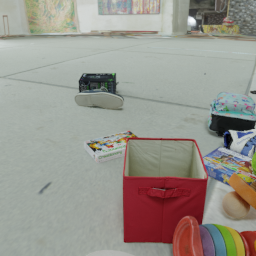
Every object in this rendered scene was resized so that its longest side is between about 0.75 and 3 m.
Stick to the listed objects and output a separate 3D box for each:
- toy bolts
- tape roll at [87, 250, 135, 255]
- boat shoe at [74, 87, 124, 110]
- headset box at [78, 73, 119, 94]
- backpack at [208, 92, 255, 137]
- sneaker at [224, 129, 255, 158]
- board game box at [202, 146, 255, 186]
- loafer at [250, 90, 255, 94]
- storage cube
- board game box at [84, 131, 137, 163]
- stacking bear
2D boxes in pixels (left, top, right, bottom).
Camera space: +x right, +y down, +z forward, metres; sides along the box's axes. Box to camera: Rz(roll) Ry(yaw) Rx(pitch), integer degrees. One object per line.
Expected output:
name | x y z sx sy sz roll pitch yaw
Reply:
toy bolts | 3.420 1.957 6.049 2.273 1.650 2.379 38 8 -14
tape roll | -0.150 2.618 4.678 1.549 0.283 1.549 13 9 -2
boat shoe | -1.319 -1.432 13.510 2.561 0.959 0.792 1 34 24
headset box | -1.549 -2.371 15.472 2.075 0.963 1.807 0 24 0
backpack | 4.093 -0.586 11.043 1.782 1.511 2.008 9 20 14
sneaker | 4.007 0.343 9.635 1.197 0.837 2.073 22 34 35
board game box | 3.272 1.245 8.208 1.407 0.358 2.079 -21 32 -38
loafer | 7.230 -2.062 15.592 0.829 0.300 0.302 1 25 4
storage cube | 0.757 1.350 6.318 1.656 1.741 1.937 1 24 3
board game box | -0.454 0.613 9.652 1.832 0.317 1.157 -14 29 -27
stacking bear | 1.829 2.276 5.269 1.747 0.994 1.061 5 59 -14
